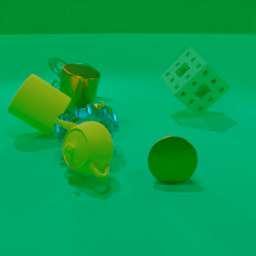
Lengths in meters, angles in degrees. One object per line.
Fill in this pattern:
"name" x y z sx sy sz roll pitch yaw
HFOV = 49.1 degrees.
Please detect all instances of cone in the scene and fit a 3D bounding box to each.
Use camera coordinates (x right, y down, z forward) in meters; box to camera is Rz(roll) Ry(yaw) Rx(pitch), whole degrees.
"cone" 0.807 0.511 5.437 0.894 0.894 0.897 0 10 1

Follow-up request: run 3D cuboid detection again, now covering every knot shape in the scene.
"knot shape" -2.279 -1.747 10.714 2.006 0.927 1.877 26 60 -6

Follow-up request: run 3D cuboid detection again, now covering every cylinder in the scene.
"cylinder" -2.240 -0.582 7.163 1.148 1.148 1.148 34 15 -14
"cylinder" -1.626 -1.319 9.221 1.242 1.242 1.242 13 28 -7

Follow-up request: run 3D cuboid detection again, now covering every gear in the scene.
"gear" -0.881 -0.007 6.055 1.363 1.363 0.252 -5 60 -14

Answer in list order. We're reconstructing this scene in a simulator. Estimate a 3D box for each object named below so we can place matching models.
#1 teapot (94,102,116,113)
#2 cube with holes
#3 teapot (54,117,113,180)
"teapot" -0.736 -0.428 7.944 0.781 0.615 1.255 7 -6 32
"cube with holes" 2.065 -1.430 8.690 1.271 1.271 1.271 33 23 -32
"teapot" -0.830 0.333 5.185 0.790 1.003 1.614 4 38 -50
